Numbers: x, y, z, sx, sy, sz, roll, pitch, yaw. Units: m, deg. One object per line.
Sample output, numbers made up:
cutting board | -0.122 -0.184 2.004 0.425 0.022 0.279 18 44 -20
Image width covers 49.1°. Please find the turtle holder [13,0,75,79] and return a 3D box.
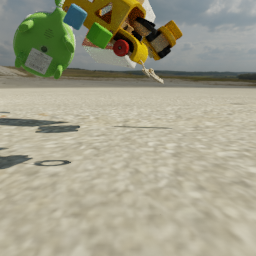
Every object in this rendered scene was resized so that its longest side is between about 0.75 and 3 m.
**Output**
turtle holder | -2.494 -2.818 8.475 1.791 2.357 1.674 -1 35 -7

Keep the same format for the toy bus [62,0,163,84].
toy bus | -0.130 -1.925 4.973 1.981 1.024 1.869 23 21 -33

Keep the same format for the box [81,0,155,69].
box | -0.300 -3.367 9.698 1.658 2.177 1.158 16 -12 28

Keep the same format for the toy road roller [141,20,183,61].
toy road roller | 1.020 -2.629 8.359 0.975 0.820 1.335 -40 14 -4
